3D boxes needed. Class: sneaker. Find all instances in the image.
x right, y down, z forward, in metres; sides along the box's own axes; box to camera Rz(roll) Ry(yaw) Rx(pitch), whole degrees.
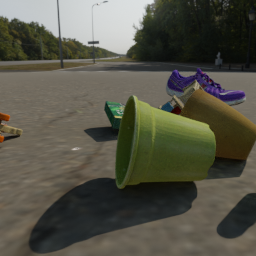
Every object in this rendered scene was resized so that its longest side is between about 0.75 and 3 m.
[{"bbox_3d":[2.842,-1.513,10.355,2.965,1.237,1.195,16,15,21],"label":"sneaker"}]

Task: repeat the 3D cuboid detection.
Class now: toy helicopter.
[{"bbox_3d":[-2.861,-0.014,6.168,0.969,0.578,1.465,12,-7,10],"label":"toy helicopter"}]

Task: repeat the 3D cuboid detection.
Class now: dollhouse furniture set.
[{"bbox_3d":[1.538,-0.473,7.569,1.290,0.904,0.909,-36,8,26],"label":"dollhouse furniture set"}]

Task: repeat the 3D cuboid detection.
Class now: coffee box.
[{"bbox_3d":[-0.105,-0.328,7.340,0.846,0.302,1.375,8,20,-16],"label":"coffee box"}]

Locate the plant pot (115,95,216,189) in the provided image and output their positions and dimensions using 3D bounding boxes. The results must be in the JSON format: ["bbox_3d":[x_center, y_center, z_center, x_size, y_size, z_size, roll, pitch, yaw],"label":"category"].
[{"bbox_3d":[0.528,0.281,4.073,1.214,1.321,1.321,9,12,-10],"label":"plant pot"}]

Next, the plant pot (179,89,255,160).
[{"bbox_3d":[1.710,0.039,5.267,1.304,1.215,1.215,24,23,25],"label":"plant pot"}]
